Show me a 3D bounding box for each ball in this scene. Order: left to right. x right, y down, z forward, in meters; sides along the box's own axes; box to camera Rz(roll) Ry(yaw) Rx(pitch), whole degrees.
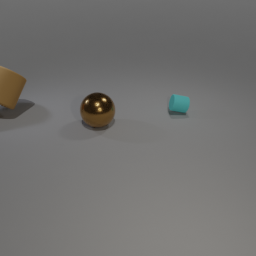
[{"bbox_3d":[-1.197,-0.707,11.084,1.400,1.400,1.400,0,30,0],"label":"ball"}]

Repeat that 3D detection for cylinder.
[{"bbox_3d":[-5.158,-1.670,11.624,1.400,1.400,1.400,21,-7,3],"label":"cylinder"},{"bbox_3d":[2.206,-1.056,12.088,0.700,0.700,0.700,9,29,-11],"label":"cylinder"}]
